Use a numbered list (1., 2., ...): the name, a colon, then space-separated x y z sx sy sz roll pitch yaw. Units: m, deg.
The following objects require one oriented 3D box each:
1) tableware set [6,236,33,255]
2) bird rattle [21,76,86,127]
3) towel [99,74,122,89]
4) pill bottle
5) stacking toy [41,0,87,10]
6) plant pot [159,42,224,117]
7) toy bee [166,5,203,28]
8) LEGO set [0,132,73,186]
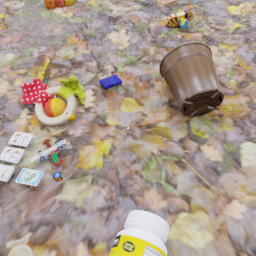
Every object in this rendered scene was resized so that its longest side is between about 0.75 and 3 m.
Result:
1. tableware set: -3.161 3.526 7.253 1.483 0.297 0.980 -18 64 -7
2. bird rattle: -2.800 -1.022 10.457 2.440 1.375 1.989 -7 67 -2
3. towel: -0.724 -1.944 11.832 0.833 0.206 0.615 -22 47 -17
4. pill bottle: 0.160 3.322 6.708 1.358 1.358 2.376 15 52 12
5. stacking toy: -1.908 -4.044 8.564 1.341 0.980 0.980 9 51 3
6. plant pot: 2.461 -1.695 10.552 2.137 2.137 2.116 -8 60 -7
7. toy bee: 2.916 -5.792 14.450 1.927 1.048 1.262 -21 51 -16
8. LEGO set: -3.057 1.108 9.256 2.512 0.617 1.877 6 53 17
